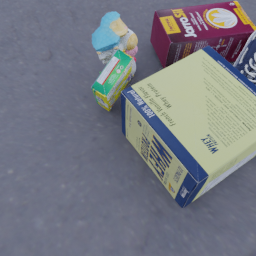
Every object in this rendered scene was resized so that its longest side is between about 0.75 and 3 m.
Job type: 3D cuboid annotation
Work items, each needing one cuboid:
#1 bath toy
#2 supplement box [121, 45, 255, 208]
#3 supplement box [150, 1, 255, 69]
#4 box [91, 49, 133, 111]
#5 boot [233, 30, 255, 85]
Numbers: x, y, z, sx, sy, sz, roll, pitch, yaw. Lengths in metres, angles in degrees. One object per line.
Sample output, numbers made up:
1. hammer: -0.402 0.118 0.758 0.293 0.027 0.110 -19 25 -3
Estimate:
1. bath toy: -0.229 -2.254 8.162 1.151 2.648 0.978 -10 80 7
2. supplement box: 1.753 -0.078 7.255 2.852 1.916 2.855 -30 63 -17
3. supplement box: 2.443 -3.078 9.367 2.998 1.284 1.654 -11 59 -10
4. box: -0.397 -1.198 7.725 0.507 2.096 1.230 33 83 5
5. boot: 3.543 -1.751 8.026 0.968 1.202 2.660 22 93 4
